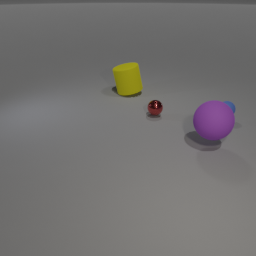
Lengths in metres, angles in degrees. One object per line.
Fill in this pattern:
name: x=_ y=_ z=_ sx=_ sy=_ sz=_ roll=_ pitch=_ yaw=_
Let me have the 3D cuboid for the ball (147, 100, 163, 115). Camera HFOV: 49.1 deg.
ball: x=1.226 y=-0.918 z=12.610 sx=0.700 sy=0.700 sz=0.700 roll=0 pitch=28 yaw=0

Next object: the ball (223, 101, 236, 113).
ball: x=4.243 y=-0.807 z=12.021 sx=0.700 sy=0.700 sz=0.700 roll=0 pitch=28 yaw=0

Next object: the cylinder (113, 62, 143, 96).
cylinder: x=-0.008 y=-2.648 z=15.085 sx=1.400 sy=1.400 sz=1.400 roll=-11 pitch=26 yaw=5

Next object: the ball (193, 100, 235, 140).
ball: x=2.998 y=-0.266 z=9.817 sx=1.400 sy=1.400 sz=1.400 roll=0 pitch=28 yaw=0
